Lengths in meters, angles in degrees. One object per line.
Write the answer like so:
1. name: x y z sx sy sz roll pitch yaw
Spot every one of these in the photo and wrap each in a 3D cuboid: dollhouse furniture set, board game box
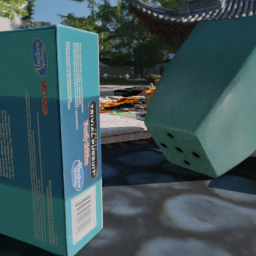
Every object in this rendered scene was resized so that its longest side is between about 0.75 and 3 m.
1. dollhouse furniture set: 2.282 -1.669 14.720 2.467 1.285 2.493 2 32 21
2. board game box: -1.734 0.032 3.457 2.934 2.215 0.689 6 12 26

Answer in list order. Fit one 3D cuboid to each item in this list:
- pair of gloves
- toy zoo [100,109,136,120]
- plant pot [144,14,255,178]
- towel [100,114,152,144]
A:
1. pair of gloves: 0.010 -1.524 13.393 2.663 0.370 2.989 -1 23 29
2. toy zoo: -0.640 -0.602 12.061 1.542 0.241 2.351 -2 11 -11
3. plant pot: 1.728 -0.537 5.465 1.902 1.903 2.692 15 59 50
4. towel: -0.993 0.020 8.258 2.757 0.465 2.887 -7 13 -31
